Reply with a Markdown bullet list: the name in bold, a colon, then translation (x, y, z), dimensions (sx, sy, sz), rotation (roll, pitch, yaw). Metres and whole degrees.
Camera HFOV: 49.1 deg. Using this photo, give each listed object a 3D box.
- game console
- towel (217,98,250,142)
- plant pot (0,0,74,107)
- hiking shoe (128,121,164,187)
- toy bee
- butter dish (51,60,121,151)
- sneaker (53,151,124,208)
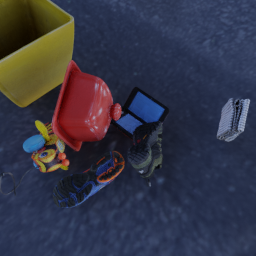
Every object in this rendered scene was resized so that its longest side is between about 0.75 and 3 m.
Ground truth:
- **game console**: translation (0.280, -0.366, 8.043), dimensions (1.350, 0.801, 1.164), rotation (37, 49, 21)
- **towel**: translation (2.768, -0.206, 7.531), dimensions (0.496, 1.159, 0.960), rotation (15, 76, 7)
- **plant pot**: translation (-3.241, -2.259, 8.368), dimensions (2.675, 2.359, 2.675), rotation (-40, 65, -22)
- **hiking shoe**: translation (0.538, 0.587, 7.340), dimensions (0.763, 1.015, 2.015), rotation (-7, 28, 25)
- **toy bee**: translation (-1.917, 0.685, 6.979), dimensions (1.264, 1.522, 2.325), rotation (-6, 56, 19)
- **butter dish**: translation (-0.890, -0.468, 7.244), dimensions (1.449, 1.961, 1.955), rotation (5, 70, 13)
- **sneaker**: translation (-0.931, 1.374, 7.040), dimensions (2.069, 0.811, 0.779), rotation (-29, 70, 2)
